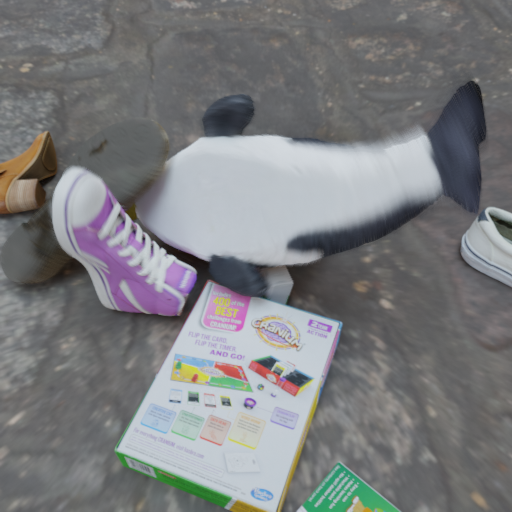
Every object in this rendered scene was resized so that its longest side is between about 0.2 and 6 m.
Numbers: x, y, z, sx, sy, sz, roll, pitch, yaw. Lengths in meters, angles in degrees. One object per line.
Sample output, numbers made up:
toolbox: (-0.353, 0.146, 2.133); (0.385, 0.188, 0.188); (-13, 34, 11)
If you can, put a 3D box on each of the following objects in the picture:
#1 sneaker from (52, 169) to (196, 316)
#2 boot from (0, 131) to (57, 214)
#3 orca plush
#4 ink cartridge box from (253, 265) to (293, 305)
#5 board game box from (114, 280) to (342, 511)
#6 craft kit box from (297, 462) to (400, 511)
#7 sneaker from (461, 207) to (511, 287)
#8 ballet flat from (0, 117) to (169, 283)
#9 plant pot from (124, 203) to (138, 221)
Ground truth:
sneaker: (-1.392, -0.073, 6.660); (1.360, 2.386, 0.865); (11, 58, 17)
boot: (-3.980, -1.341, 9.004); (1.322, 0.653, 1.702); (-3, 58, 3)
orca plush: (0.581, -0.966, 6.926); (1.600, 4.502, 2.369); (-19, 88, -54)
ink cartridge box: (0.189, 0.279, 7.612); (0.317, 0.550, 0.753); (-8, 50, -19)
board game box: (-0.212, 1.584, 6.593); (1.866, 0.492, 2.439); (17, 53, 14)
craft kit box: (0.916, 3.364, 5.034); (2.111, 0.519, 2.138); (33, 58, 29)
sneaker: (4.037, 0.160, 7.500); (2.538, 0.898, 0.927); (25, 55, 19)
ballet flat: (-2.219, -0.657, 7.431); (3.041, 0.705, 1.024); (-41, 72, 18)
plant pot: (-2.198, -0.918, 8.526); (0.672, 0.692, 0.677); (-28, 55, -21)
